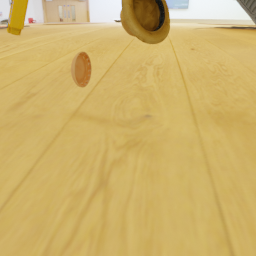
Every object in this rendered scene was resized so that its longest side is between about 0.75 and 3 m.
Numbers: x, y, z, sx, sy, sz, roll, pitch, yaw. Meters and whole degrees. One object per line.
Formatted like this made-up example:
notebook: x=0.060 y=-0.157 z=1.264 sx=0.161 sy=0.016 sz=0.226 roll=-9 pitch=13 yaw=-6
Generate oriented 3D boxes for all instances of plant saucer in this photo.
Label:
plant saucer: x=-1.128 y=-1.396 z=6.695 sx=0.158 sy=0.847 sz=0.847 roll=7 pitch=25 yaw=20

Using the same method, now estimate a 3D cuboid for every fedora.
fedora: x=0.394 y=-3.414 z=8.462 sx=2.087 sy=2.087 sz=0.851 roll=-23 pitch=9 yaw=-40

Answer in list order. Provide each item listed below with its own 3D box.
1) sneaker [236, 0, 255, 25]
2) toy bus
sneaker: x=2.334 y=-1.138 z=3.440 sx=1.313 sy=0.925 sz=2.472 roll=-1 pitch=64 yaw=-38
toy bus: x=-3.268 y=-3.393 z=8.302 sx=0.418 sy=1.285 sz=0.503 roll=3 pitch=31 yaw=-35
